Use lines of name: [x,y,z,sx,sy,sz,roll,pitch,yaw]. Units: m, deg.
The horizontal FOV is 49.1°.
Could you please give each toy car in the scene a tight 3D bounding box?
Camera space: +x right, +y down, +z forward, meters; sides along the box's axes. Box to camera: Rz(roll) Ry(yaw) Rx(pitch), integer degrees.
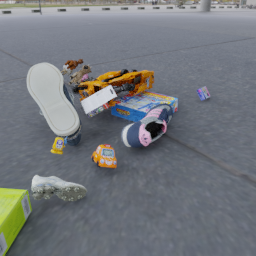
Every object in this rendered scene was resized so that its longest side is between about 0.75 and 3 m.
toy car: [-1.025,0.535,6.608,1.596,0.531,0.783,13,6,-7]

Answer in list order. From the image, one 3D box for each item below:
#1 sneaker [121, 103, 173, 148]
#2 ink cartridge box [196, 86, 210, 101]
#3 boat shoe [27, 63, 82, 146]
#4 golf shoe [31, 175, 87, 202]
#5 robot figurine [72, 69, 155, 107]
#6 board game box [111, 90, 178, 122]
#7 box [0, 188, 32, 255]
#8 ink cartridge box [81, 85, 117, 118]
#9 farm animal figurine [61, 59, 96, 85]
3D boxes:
sneaker: [0.843,-0.084,7.878,0.936,0.801,2.282,-2,26,42]
ink cartridge box: [2.896,-1.329,10.741,0.159,0.451,0.756,-26,-1,39]
boat shoe: [-2.078,-0.753,8.126,1.102,0.910,2.944,-29,59,-15]
golf shoe: [-1.371,1.151,5.654,1.133,0.443,0.551,16,27,-33]
robot figurine: [-0.442,-1.444,9.810,2.174,0.873,2.999,9,27,37]
board game box: [0.586,-0.741,9.669,1.702,0.476,1.667,18,33,32]
box: [-3.259,1.651,4.784,2.643,0.630,1.612,3,27,7]
ink cartridge box: [-0.798,-0.760,8.004,1.007,0.254,0.549,-29,53,2]
farm animal figurine: [-1.764,-2.055,11.342,0.917,1.759,1.740,-43,15,-25]
